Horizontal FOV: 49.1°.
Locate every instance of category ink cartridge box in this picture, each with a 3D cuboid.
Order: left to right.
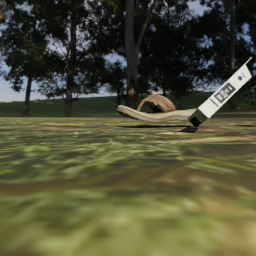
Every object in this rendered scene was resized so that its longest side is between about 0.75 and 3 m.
[{"bbox_3d":[1.837,-0.660,5.409,1.515,0.297,0.753,-43,-8,-12],"label":"ink cartridge box"}]

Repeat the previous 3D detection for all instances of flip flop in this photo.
[{"bbox_3d":[1.003,-0.605,8.318,2.858,0.823,1.159,-2,9,-22],"label":"flip flop"}]
